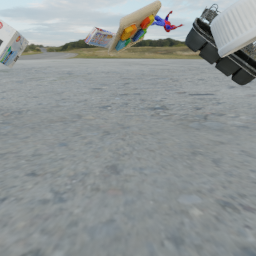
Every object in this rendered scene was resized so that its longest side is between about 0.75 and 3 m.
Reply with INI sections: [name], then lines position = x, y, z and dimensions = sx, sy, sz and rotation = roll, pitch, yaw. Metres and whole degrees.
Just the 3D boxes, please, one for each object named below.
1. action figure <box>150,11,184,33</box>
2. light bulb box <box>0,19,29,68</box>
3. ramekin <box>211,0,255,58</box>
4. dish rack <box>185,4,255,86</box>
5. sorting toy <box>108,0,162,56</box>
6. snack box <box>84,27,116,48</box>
[action figure]
position = 1.311, -3.798, 9.776
dimensions = 0.846, 0.557, 1.708
rotation = -17, -10, 40
[light bulb box]
position = -3.433, -2.332, 7.830
dimensions = 0.627, 0.997, 1.006
rotation = 33, 0, -2
[ramekin]
position = 1.629, -1.446, 3.863
dimensions = 0.983, 0.516, 0.983
rotation = -27, 1, 0
[dish rack]
position = 2.426, -2.196, 6.769
dimensions = 1.885, 0.670, 2.457
rotation = 36, 48, -4
[sorting toy]
position = 0.214, -3.077, 8.911
dimensions = 1.654, 0.326, 1.786
rotation = -35, -6, -22
[snack box]
position = -0.917, -3.383, 10.597
dimensions = 0.216, 0.638, 1.775
rotation = 50, 26, 11
